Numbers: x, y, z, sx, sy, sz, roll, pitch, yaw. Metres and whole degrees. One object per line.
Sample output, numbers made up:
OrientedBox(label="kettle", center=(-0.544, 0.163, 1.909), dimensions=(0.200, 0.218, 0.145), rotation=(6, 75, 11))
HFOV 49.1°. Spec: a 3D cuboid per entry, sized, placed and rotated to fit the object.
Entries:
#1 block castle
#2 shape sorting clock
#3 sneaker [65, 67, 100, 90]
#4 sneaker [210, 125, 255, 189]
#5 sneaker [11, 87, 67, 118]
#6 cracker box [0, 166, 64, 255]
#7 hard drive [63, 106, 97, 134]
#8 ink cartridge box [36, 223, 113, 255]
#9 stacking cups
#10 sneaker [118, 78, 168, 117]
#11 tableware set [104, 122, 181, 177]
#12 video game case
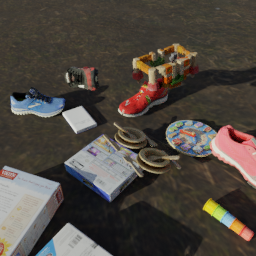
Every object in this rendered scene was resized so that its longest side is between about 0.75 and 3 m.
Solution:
OrientedBox(label="block castle", center=(1.426, -2.219, 10.553), dimensions=(2.261, 1.061, 1.511), rotation=(-25, 41, -20))
OrientedBox(label="shape sorting clock", center=(2.424, 0.320, 10.460), dimensions=(2.015, 0.395, 2.015), rotation=(0, 41, 0))
OrientedBox(label="sneaker", center=(-1.647, -1.749, 9.872), dimensions=(1.079, 0.780, 2.208), rotation=(-6, 16, -19))
OrientedBox(label="sneaker", center=(4.000, 0.955, 8.993), dimensions=(2.860, 1.240, 1.054), rotation=(36, 53, 25))
OrientedBox(label="sneaker", center=(-3.746, -1.098, 11.596), dimensions=(2.356, 1.050, 0.925), rotation=(1, 41, 0))
OrientedBox(label="cracker box", center=(-3.343, 2.544, 7.560), dimensions=(1.957, 0.843, 2.922), rotation=(14, 44, 16))
OrientedBox(label="hard drive", center=(-1.971, -0.352, 11.398), dimensions=(0.904, 0.174, 1.370), rotation=(-22, 46, -24))
OrientedBox(label="ink cartridge box", center=(-1.063, 3.407, 6.681), dimensions=(2.079, 0.693, 1.204), rotation=(26, 47, 27))
OrientedBox(label="stacking cups", center=(2.830, 2.554, 7.861), dimensions=(1.424, 0.431, 0.431), rotation=(32, 50, 32))
OrientedBox(label="sneaker", center=(0.636, -1.389, 11.847), dimensions=(2.694, 1.144, 1.037), rotation=(-32, 50, -31))
OrientedBox(label="tableware set", center=(0.507, 0.590, 9.496), dimensions=(1.727, 0.524, 2.613), rotation=(-5, 31, -32))
OrientedBox(label="video game case", center=(-0.726, 1.248, 9.336), dimensions=(2.036, 0.463, 1.846), rotation=(29, 49, 29))
